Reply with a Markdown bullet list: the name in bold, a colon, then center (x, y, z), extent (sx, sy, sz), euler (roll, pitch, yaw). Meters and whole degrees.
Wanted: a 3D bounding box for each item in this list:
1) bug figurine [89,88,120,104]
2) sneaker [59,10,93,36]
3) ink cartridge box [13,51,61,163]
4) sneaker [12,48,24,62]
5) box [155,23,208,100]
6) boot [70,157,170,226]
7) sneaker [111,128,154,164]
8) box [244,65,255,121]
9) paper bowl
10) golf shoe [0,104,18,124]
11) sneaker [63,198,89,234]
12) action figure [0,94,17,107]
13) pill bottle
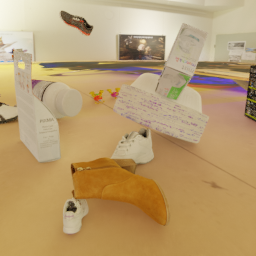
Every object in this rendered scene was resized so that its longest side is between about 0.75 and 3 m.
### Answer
- **bug figurine**: center (-1.056, -1.850, 15.804), extent (2.408, 0.620, 1.868), euler (-11, 14, -20)
- **sneaker**: center (-1.999, -4.280, 11.106), extent (1.456, 0.561, 0.596), euler (25, -35, -29)
- **ink cartridge box**: center (-2.754, -0.737, 8.309), extent (0.693, 2.932, 2.347), euler (-8, 19, -31)
- **sneaker**: center (-4.260, -2.798, 10.890), extent (0.421, 0.347, 0.916), euler (-21, -2, -28)
- **box**: center (1.296, -1.618, 7.110), extent (0.708, 1.292, 1.464), euler (21, -18, 2)
- **boot**: center (-0.277, 1.249, 5.411), extent (1.501, 0.738, 2.097), euler (-5, 26, -24)
- **sneaker**: center (-0.052, 0.625, 7.291), extent (0.831, 0.972, 2.231), euler (10, 21, 28)
- **box**: center (5.643, -1.221, 11.006), extent (0.628, 2.272, 2.836), euler (-2, 17, -4)
- **paper bowl**: center (1.138, -0.725, 9.021), extent (2.966, 1.542, 2.966), euler (21, 4, -2)
- **golf shoe**: center (-5.778, -0.888, 11.515), extent (2.880, 1.361, 1.120), euler (-1, 17, -10)
- **sneaker**: center (-0.973, 1.487, 5.264), extent (0.398, 0.529, 1.062), euler (-2, 16, -2)
- **action figure**: center (-5.779, -0.863, 12.836), extent (1.015, 1.128, 1.515), euler (31, -6, -10)
- **pill bottle**: center (-3.417, -1.267, 12.293), extent (2.819, 1.570, 1.570), euler (12, 21, 33)
